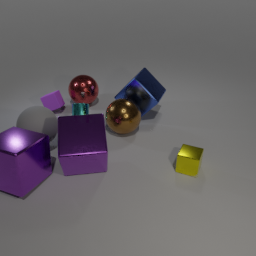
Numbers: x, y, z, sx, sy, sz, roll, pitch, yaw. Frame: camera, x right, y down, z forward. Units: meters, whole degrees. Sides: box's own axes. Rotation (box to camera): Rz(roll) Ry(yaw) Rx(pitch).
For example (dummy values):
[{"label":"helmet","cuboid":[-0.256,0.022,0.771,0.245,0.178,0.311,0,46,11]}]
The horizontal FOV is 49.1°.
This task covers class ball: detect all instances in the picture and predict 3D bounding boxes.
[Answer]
[{"label":"ball","cuboid":[-0.184,-0.456,10.877,1.400,1.400,1.400,0,31,0]},{"label":"ball","cuboid":[-2.057,-1.764,12.989,1.400,1.400,1.400,0,31,0]},{"label":"ball","cuboid":[-3.125,-0.070,9.714,1.400,1.400,1.400,0,31,0]}]

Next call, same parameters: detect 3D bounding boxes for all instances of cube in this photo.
[{"label":"cube","cuboid":[-3.292,0.947,8.346,1.400,1.400,1.400,12,26,20]},{"label":"cube","cuboid":[1.988,1.041,9.038,0.700,0.700,0.700,13,33,21]},{"label":"cube","cuboid":[-3.343,-1.198,12.472,0.700,0.700,0.700,-18,16,11]},{"label":"cube","cuboid":[-1.394,0.531,8.752,1.400,1.400,1.400,-5,59,-8]},{"label":"cube","cuboid":[0.545,-1.462,12.007,1.400,1.400,1.400,45,36,-7]}]

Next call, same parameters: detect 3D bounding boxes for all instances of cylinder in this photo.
[{"label":"cylinder","cuboid":[-1.973,-0.650,11.619,0.700,0.700,0.700,0,-2,0]}]
